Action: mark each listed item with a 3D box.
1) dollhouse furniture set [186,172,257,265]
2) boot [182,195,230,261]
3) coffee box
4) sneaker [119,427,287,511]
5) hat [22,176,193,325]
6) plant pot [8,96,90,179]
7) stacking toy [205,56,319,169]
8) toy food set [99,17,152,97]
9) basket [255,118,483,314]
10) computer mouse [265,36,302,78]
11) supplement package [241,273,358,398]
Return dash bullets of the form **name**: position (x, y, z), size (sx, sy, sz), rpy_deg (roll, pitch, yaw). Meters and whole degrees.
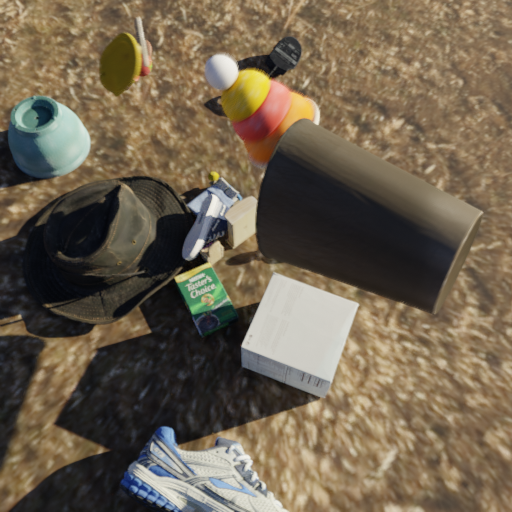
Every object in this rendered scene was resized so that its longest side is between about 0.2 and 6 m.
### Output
- **dollhouse furniture set**: position (-0.939, -0.995, 11.814), size (1.555, 1.075, 1.647), rpy_deg (-37, 68, -18)
- **boot**: position (-0.959, -0.485, 11.694), size (0.684, 0.551, 1.514), rpy_deg (33, 71, -32)
- **coffee box**: position (-1.015, 0.872, 11.265), size (0.839, 0.300, 1.364), rpy_deg (-23, 65, -13)
- **sneaker**: position (-0.411, 3.787, 9.221), size (3.492, 1.345, 1.487), rpy_deg (18, 60, 9)
- **hat**: position (-3.183, -0.561, 11.307), size (3.698, 1.492, 3.698), rpy_deg (-3, 60, 4)
- **plant pot**: position (-4.816, -2.831, 12.703), size (1.793, 1.201, 1.793), rpy_deg (0, 63, -1)
- **stacking toy**: position (-0.047, -2.543, 9.204), size (1.478, 2.023, 1.478), rpy_deg (-26, 44, 28)
- **toy food set**: position (-2.339, -3.652, 10.609), size (0.539, 1.651, 0.971), rpy_deg (-12, 86, -44)
- **basket**: position (1.714, -0.469, 8.548), size (2.890, 2.606, 1.965), rpy_deg (25, 52, 24)
- **computer mouse**: position (0.365, -4.556, 14.109), size (0.740, 0.429, 2.523), rpy_deg (38, 71, -9)
- **supplement package**: position (0.789, 1.493, 10.419), size (1.677, 1.233, 1.603), rpy_deg (20, 64, 10)
